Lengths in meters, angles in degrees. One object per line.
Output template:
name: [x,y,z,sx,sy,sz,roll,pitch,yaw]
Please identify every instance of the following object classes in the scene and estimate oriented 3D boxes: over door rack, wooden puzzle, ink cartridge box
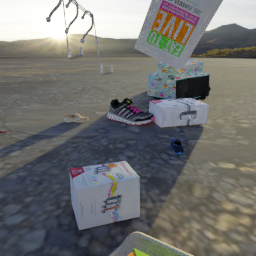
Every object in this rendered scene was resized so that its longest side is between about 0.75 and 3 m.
over door rack: [-1.561,-2.882,8.682,0.839,2.520,1.862,-25,-15,23]
wooden puzzle: [0.227,1.775,2.258,2.049,0.412,2.215,12,21,33]
ink cartridge box: [1.637,-0.529,9.205,1.619,0.686,1.179,-3,18,-16]
ink cartridge box: [-0.359,0.992,4.305,0.953,0.689,0.692,-6,18,-19]

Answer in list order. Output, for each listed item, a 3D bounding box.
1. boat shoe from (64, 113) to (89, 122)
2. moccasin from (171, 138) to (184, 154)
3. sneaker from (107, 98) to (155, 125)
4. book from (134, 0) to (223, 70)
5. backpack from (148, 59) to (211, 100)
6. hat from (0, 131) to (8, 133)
boat shoe: [-1.724,-0.352,9.295,0.827,0.286,0.305,-3,18,-9]
moccasin: [1.246,0.401,6.914,0.312,0.265,0.776,-2,17,-7]
sneaker: [0.061,-0.582,9.220,1.755,0.767,0.647,12,21,33]
book: [1.499,-3.306,8.652,1.862,2.787,0.670,27,51,2]
backpack: [2.044,-2.039,12.196,2.156,1.880,2.453,-20,17,-37]
hat: [-3.787,0.252,7.698,0.806,0.710,0.668,-52,31,-15]
